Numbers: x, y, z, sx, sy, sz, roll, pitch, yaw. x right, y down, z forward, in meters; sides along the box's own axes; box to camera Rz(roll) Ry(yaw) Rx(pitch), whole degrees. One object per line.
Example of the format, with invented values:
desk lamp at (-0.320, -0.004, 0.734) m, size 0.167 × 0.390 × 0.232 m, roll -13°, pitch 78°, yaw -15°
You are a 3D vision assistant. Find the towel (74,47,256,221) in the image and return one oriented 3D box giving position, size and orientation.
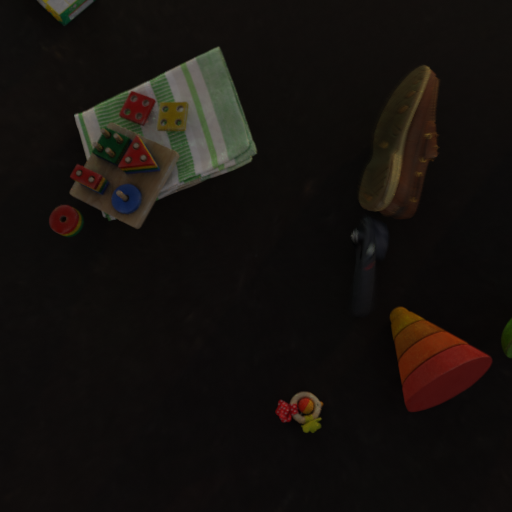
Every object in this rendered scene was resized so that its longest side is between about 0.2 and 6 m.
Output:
towel at (-1.524, -1.969, 9.110) m, size 2.728 × 0.319 × 2.081 m, roll -22°, pitch 76°, yaw 10°

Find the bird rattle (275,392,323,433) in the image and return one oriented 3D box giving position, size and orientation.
bird rattle at (0.687, 2.354, 8.507) m, size 0.720 × 0.406 × 0.587 m, roll 27°, pitch 67°, yaw 19°

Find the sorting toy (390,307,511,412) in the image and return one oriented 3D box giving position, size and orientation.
sorting toy at (3.763, 0.705, 8.526) m, size 4.266 × 1.479 × 1.469 m, roll -28°, pitch 55°, yaw -4°

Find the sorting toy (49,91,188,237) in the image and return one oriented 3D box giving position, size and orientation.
sorting toy at (-2.096, -1.416, 8.793) m, size 1.358 × 0.476 × 2.817 m, roll 26°, pitch 83°, yaw 15°

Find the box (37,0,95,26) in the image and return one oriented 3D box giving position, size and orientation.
box at (-3.686, -4.970, 10.073) m, size 0.902 × 0.372 × 1.537 m, roll -44°, pitch 84°, yaw -8°

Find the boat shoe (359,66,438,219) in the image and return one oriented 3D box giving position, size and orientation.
boat shoe at (2.476, -1.816, 9.156) m, size 0.876 × 0.933 × 2.593 m, roll 22°, pitch 79°, yaw -19°

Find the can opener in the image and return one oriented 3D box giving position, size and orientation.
can opener at (1.741, 0.171, 8.841) m, size 0.635 × 0.512 × 1.615 m, roll 9°, pitch 77°, yaw 1°
